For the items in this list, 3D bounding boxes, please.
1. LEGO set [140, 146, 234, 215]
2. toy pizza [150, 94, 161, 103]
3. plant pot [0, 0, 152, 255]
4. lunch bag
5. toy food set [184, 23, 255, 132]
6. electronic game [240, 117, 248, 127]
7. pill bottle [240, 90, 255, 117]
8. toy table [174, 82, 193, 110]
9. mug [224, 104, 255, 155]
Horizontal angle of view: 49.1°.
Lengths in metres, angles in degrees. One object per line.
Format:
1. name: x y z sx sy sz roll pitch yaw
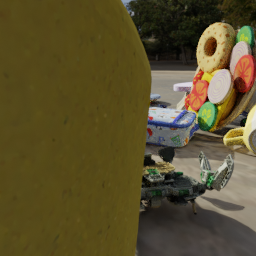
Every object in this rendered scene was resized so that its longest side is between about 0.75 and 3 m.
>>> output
1. LEGO set: -0.008 0.764 3.844 1.858 0.811 2.862 -8 3 -37
2. toy pizza: 0.481 -1.305 12.588 2.014 0.319 2.014 -1 13 0
3. plant pot: -1.393 0.274 1.607 2.772 2.790 2.854 13 11 42
4. lunch bag: 0.985 -0.094 6.952 1.471 0.694 1.836 7 16 20
5. toy food set: 2.390 -1.305 7.450 0.691 2.840 2.811 14 22 -19
6. electronic game: 3.949 -0.044 7.280 1.941 0.404 1.941 0 14 0
7. pill bottle: 3.493 -0.850 7.348 1.298 1.298 2.317 -1 11 -4
8. toy table: 2.420 -1.049 9.989 1.822 1.067 1.675 -7 15 -22
9. mug: 2.820 0.149 5.743 1.102 1.376 1.130 43 40 12
